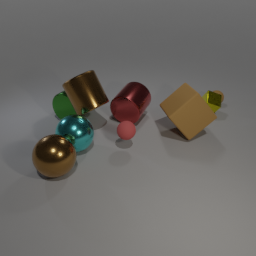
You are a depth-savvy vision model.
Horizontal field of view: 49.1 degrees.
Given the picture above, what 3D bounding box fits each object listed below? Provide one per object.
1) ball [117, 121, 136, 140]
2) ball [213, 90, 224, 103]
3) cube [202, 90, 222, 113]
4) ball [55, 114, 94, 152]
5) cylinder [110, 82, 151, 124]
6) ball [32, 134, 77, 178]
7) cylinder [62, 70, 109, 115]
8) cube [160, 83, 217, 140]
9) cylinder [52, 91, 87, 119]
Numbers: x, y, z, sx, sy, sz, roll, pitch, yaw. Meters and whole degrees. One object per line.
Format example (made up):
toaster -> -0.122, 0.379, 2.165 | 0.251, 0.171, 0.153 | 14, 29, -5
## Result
ball -> -0.062, 0.089, 10.218 | 0.700, 0.700, 0.700 | 0, 31, 0
ball -> 4.340, -1.498, 13.734 | 0.700, 0.700, 0.700 | 0, 31, 0
cube -> 3.791, -1.175, 12.832 | 0.700, 0.700, 0.700 | 18, 63, -8
ball -> -1.949, 0.197, 10.257 | 1.400, 1.400, 1.400 | 0, 31, 0
cylinder -> 0.134, -1.104, 12.298 | 1.400, 1.400, 1.400 | 13, 41, 21
ball -> -2.378, 0.898, 9.074 | 1.400, 1.400, 1.400 | 0, 31, 0
cylinder -> -1.672, -1.373, 11.120 | 1.400, 1.400, 1.400 | -26, 8, 4
cube -> 2.341, -0.676, 11.067 | 1.400, 1.400, 1.400 | -41, 25, 10
cylinder -> -2.388, -1.121, 12.497 | 1.400, 1.400, 1.400 | 14, 33, 23
